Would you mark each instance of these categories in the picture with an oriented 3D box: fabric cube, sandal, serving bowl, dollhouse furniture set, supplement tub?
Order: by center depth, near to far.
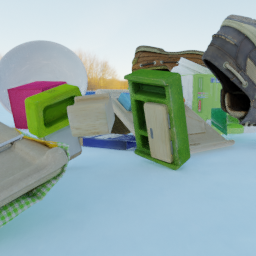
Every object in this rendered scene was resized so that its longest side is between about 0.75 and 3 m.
[{"bbox_3d":[-0.638,0.379,2.751,1.497,1.157,2.996,16,35,43],"label":"dollhouse furniture set"},{"bbox_3d":[-0.905,-0.150,6.025,2.548,1.023,0.688,-12,-9,-42],"label":"sandal"},{"bbox_3d":[1.590,-0.964,7.800,1.226,1.695,1.226,22,18,-7],"label":"supplement tub"},{"bbox_3d":[-2.466,-0.677,7.985,1.190,1.167,1.186,3,18,21],"label":"fabric cube"},{"bbox_3d":[-2.843,-1.420,9.395,2.920,2.920,0.960,-1,-17,-11],"label":"serving bowl"}]

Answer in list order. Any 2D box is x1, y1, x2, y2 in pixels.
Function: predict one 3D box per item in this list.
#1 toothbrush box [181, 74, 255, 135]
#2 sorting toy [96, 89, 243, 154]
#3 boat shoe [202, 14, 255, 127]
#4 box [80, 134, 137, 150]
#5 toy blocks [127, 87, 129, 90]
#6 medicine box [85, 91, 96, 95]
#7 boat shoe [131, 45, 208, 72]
[{"bbox_3d":[2.149,-0.576,6.836,1.933,1.408,0.832,-3,8,-20],"label":"toothbrush box"},{"bbox_3d":[1.025,-0.292,5.326,2.787,0.410,2.060,-5,37,-39],"label":"sorting toy"},{"bbox_3d":[2.010,-0.554,4.679,0.985,2.688,1.001,-42,29,3],"label":"boat shoe"},{"bbox_3d":[-0.202,0.234,5.104,1.163,0.188,0.705,2,7,28],"label":"box"},{"bbox_3d":[0.438,-1.128,13.422,2.742,1.370,1.874,-2,18,-7],"label":"toy blocks"},{"bbox_3d":[-1.473,-0.880,10.884,1.948,1.101,2.138,2,7,16],"label":"medicine box"},{"bbox_3d":[1.478,-1.812,8.687,2.773,0.943,0.998,8,-23,12],"label":"boat shoe"}]
